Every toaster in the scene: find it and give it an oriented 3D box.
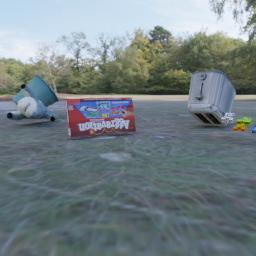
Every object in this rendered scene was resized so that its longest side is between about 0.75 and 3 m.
[{"bbox_3d":[2.509,-0.823,8.374,1.063,1.208,1.870,6,-15,38],"label":"toaster"}]

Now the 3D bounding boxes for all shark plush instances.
[{"bbox_3d":[-2.938,-0.393,9.268,1.049,1.144,2.519,24,-15,9],"label":"shark plush"}]

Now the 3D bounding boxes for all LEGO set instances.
[{"bbox_3d":[2.211,-0.126,5.159,0.851,0.324,0.349,7,45,37],"label":"LEGO set"}]

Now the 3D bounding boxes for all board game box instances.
[{"bbox_3d":[-0.584,-0.263,6.403,1.642,0.845,0.160,-5,-1,-31],"label":"board game box"}]

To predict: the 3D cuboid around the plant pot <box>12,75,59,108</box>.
[{"bbox_3d":[-3.854,-1.213,11.520,1.383,1.412,1.412,-43,22,-15],"label":"plant pot"}]
